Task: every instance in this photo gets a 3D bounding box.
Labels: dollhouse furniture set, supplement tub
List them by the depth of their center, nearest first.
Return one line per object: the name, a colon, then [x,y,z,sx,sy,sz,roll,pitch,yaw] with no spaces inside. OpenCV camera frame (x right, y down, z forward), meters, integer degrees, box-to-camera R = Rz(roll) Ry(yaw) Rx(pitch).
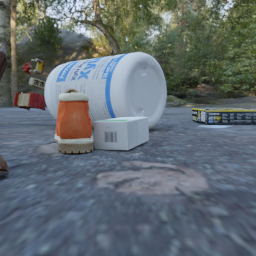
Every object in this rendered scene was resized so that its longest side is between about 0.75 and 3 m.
supplement tub: [-0.631,-0.908,7.409,2.887,1.904,1.904,4,7,39]
dollhouse furniture set: [-3.730,-1.672,11.017,1.025,1.906,0.775,5,-5,34]

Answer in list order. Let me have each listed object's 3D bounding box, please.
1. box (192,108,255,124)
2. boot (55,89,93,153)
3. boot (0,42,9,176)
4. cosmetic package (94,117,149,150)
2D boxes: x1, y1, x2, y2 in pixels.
box: [3.498,-0.425,9.740,2.161,0.533,1.726,0,4,-1]
boot: [-0.872,-0.161,4.573,0.648,0.926,1.726,-3,4,-16]
boot: [-1.387,-0.273,2.768,1.159,1.243,0.399,22,-2,26]
cosmetic package: [-0.072,0.067,4.540,0.571,0.450,1.061,0,6,19]
